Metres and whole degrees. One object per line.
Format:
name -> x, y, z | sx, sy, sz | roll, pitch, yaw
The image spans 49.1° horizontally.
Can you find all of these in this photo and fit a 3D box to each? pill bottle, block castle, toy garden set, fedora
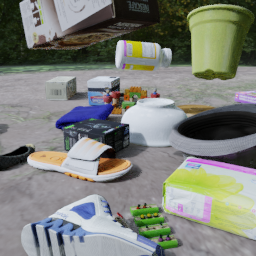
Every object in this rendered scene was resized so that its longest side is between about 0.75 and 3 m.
pill bottle -> 0.580, -2.685, 10.538 | 1.988, 1.037, 1.037 | 2, 16, -11
block castle -> 0.215, -1.345, 13.520 | 2.523, 1.184, 1.686 | 4, 17, 15
toy garden set -> 0.196, 1.675, 4.930 | 0.995, 0.238, 1.194 | -4, 17, -12
fedora -> 2.525, 0.421, 7.202 | 2.917, 1.317, 2.579 | -20, 21, -24

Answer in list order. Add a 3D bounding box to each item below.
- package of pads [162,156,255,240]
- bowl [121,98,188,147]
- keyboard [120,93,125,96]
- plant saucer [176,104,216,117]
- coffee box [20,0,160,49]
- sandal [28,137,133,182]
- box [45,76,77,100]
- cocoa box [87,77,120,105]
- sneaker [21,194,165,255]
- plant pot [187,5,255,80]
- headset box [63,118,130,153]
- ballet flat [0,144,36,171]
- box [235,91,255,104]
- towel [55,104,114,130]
package of pads -> 1.869, 1.272, 5.450 | 2.100, 0.716, 1.622 | 9, 19, 28
bowl -> 0.975, -0.350, 10.060 | 2.783, 1.251, 2.783 | 0, 17, 0
keyboard -> -0.731, -2.070, 17.714 | 2.190, 0.226, 1.392 | -9, 12, -25
plant saucer -> 2.990, -0.605, 12.237 | 2.771, 0.491, 2.771 | 0, 16, 0
coffee box -> -0.862, -2.460, 5.982 | 2.666, 1.064, 1.507 | -2, 11, 40
sandal -> -1.351, 0.686, 7.214 | 2.933, 0.841, 1.124 | 5, 17, 17
box -> -4.168, -2.561, 17.743 | 1.362, 1.115, 2.869 | 1, 16, 2
cocoa box -> -1.299, -2.098, 15.746 | 1.387, 1.364, 2.079 | 3, 17, 10
sneaker -> -0.412, 1.545, 4.292 | 2.117, 0.855, 1.223 | 5, 19, 22
plant pot -> 3.380, -3.065, 10.717 | 2.454, 2.256, 2.454 | 7, 1, 0
headset box -> -1.007, 0.268, 8.772 | 1.659, 0.770, 1.445 | 10, 19, 30
ballet flat -> -3.125, 0.720, 7.805 | 0.521, 0.446, 1.569 | 6, 17, 19
box -> 7.798, -1.706, 15.835 | 2.795, 0.546, 1.912 | -7, 18, -23
towel -> -1.693, -0.414, 11.548 | 1.869, 0.627, 2.531 | -4, 16, 10
